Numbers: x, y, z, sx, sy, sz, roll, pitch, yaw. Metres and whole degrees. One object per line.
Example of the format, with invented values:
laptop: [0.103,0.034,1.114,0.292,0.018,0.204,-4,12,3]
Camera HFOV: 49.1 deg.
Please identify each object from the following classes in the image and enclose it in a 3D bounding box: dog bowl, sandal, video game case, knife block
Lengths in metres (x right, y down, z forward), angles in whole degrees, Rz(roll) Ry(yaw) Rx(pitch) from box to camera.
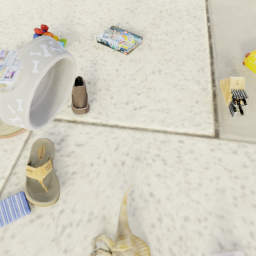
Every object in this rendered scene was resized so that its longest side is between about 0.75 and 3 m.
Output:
dog bowl: [-1.726,-0.819,5.669,0.574,1.958,1.958,28,53,5]
sandal: [-2.510,1.139,8.063,0.969,0.651,2.411,-9,50,-7]
video game case: [-4.392,-2.349,11.197,1.874,0.470,2.068,3,49,1]
knife block: [3.819,-1.101,10.185,0.532,1.458,1.661,2,4,0]

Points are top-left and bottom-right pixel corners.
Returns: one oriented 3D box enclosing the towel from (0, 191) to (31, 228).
towel: [-3.183,2.209,7.520,1.023,0.122,0.741,-24,55,-17]

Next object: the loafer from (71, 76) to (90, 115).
loafer: [-1.785,-1.209,10.097,0.669,0.650,1.831,-9,50,-8]

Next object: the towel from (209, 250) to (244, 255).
towel: [2.418,3.346,6.495,0.842,0.142,0.881,-6,49,-6]

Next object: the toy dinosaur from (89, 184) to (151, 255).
toy dinosaur: [-0.160,2.868,6.667,1.439,0.828,2.845,-2,55,-23]

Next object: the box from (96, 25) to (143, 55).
box: [-0.381,-4.009,12.729,1.771,0.334,1.209,29,55,23]

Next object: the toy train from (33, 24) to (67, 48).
toy train: [-3.305,-3.947,12.439,1.304,0.954,2.254,18,30,-6]

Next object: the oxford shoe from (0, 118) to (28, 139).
oxford shoe: [-4.308,-0.241,9.029,2.657,0.994,0.936,-14,51,-12]

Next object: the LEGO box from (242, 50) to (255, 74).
LEGO box: [5.590,-2.599,11.368,1.052,0.545,1.413,-22,53,-18]
